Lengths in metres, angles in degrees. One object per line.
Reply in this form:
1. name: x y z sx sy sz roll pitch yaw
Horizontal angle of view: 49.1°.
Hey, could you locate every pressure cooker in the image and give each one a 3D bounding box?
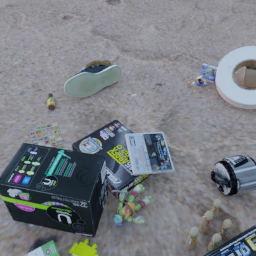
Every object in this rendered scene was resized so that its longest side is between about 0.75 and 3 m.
1. pressure cooker: 3.086 1.421 8.187 1.228 1.080 1.097 -10 57 -9

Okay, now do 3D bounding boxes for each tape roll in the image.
1. tape roll: 5.009 -2.096 11.522 2.750 0.502 2.750 -6 69 14

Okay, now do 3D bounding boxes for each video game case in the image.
1. video game case: 0.647 0.758 8.650 1.268 0.163 1.395 -3 56 -14
2. video game case: 3.665 -2.465 12.685 0.686 0.757 0.172 23 45 24

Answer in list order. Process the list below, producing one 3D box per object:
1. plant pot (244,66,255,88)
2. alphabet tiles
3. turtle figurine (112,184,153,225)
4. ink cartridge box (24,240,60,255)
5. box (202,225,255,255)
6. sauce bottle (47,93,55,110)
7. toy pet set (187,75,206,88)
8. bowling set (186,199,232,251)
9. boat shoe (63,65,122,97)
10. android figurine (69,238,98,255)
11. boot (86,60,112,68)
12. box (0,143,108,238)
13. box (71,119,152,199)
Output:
1. plant pot: 5.674 -2.387 12.455 1.081 0.958 1.082 12 43 13
2. alphabet tiles: -2.987 0.310 10.165 1.064 0.048 1.272 -14 44 -15
3. turtle figurine: 0.192 2.014 7.447 0.902 1.253 1.215 28 39 26
4. ink cartridge box: -2.126 3.415 6.342 1.392 0.584 1.008 -23 47 -23
5. box: 2.646 3.720 5.665 2.849 0.677 2.752 -18 53 -20
6. sauce bottle: -3.174 -1.102 11.529 0.305 0.305 0.925 -10 44 -11
7. toy pet set: 3.143 -1.953 12.460 0.805 0.428 0.752 -13 31 37
8. bowling set: 2.288 2.596 7.050 1.101 0.849 1.582 28 50 28
9. boat shoe: -1.641 -2.154 12.150 2.862 1.069 0.949 -31 38 -28
10. android figurine: -1.112 3.161 6.947 0.731 0.165 0.803 21 45 21
11. boot: -1.382 -2.957 13.500 1.267 0.466 0.478 -10 54 -14
12. box: -1.863 1.621 7.437 2.366 1.758 1.471 8 43 8
13. box: -0.360 0.890 9.154 1.938 0.536 2.419 -30 50 -29
